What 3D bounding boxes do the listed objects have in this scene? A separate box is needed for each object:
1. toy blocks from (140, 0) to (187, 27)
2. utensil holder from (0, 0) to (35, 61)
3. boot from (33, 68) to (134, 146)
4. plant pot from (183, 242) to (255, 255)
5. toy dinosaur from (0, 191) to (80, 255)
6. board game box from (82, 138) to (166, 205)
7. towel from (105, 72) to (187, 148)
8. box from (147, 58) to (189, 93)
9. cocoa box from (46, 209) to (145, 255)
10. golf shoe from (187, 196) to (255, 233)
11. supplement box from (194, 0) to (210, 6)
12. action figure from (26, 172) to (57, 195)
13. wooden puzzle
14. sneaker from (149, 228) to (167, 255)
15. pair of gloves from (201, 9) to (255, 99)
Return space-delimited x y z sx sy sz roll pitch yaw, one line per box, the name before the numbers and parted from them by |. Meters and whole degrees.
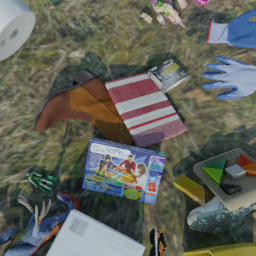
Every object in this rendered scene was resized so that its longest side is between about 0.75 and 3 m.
toy blocks | 1.346 -3.880 9.673 1.241 1.044 1.159 -51 44 6
utensil holder | -3.207 -2.612 6.173 1.795 1.525 1.525 40 72 -7
boot | -1.073 -0.127 8.255 2.669 0.914 2.513 42 66 8
plant pot | 2.408 3.392 6.358 1.376 1.560 1.560 -12 68 -18
toy dinosaur | -2.394 2.620 7.126 2.403 2.648 1.390 -9 27 -26
board game box | -0.120 1.136 7.482 2.026 0.349 1.371 12 99 4
towel | 0.490 -0.597 8.346 1.673 0.264 2.323 -18 67 -25
box | 1.268 -1.682 8.875 1.091 0.264 0.864 -31 71 -27
cocoa box | -0.708 2.950 6.598 1.903 1.249 1.269 24 70 9
golf shoe | 2.676 1.882 7.375 2.601 1.018 1.264 -14 45 -6
supplement box | 2.976 -5.410 10.228 0.815 0.833 1.611 35 71 12
action figure | -2.467 1.448 7.775 0.866 0.237 0.512 21 73 12
wooden puzzle | 2.782 1.222 7.325 2.800 0.327 1.889 -23 32 -15
sneaker | 0.628 2.408 5.535 0.357 0.278 0.794 17 52 -18
pair of gloves | 2.749 -1.771 6.741 1.803 0.256 2.243 6 87 12
